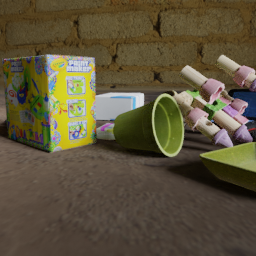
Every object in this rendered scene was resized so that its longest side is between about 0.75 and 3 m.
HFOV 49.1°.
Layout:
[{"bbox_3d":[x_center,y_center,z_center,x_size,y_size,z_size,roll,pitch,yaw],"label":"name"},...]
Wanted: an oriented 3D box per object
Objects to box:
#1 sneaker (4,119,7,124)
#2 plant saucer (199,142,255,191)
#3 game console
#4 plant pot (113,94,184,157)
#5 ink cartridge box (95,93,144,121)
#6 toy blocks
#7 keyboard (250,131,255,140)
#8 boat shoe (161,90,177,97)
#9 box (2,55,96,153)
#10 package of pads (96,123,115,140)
[{"bbox_3d":[-5.001,-0.261,11.948,0.437,0.372,0.998,-19,8,-31],"label":"sneaker"},{"bbox_3d":[2.785,0.814,5.428,2.040,0.488,2.037,-7,12,-35],"label":"plant saucer"},{"bbox_3d":[4.354,-0.799,11.218,2.062,1.420,2.393,-9,11,-29],"label":"game console"},{"bbox_3d":[0.464,0.003,7.662,1.547,1.629,1.629,-7,4,36],"label":"plant pot"},{"bbox_3d":[-0.419,-1.134,14.186,2.009,1.177,2.781,3,12,14],"label":"ink cartridge box"},{"bbox_3d":[2.749,-0.287,8.538,2.726,2.917,2.455,-25,58,-41],"label":"toy blocks"},{"bbox_3d":[4.465,0.343,8.834,1.363,0.221,2.144,5,11,26],"label":"keyboard"},{"bbox_3d":[2.037,-1.375,14.941,0.730,0.814,2.198,0,-16,-28],"label":"boat shoe"},{"bbox_3d":[-2.469,-0.855,8.687,2.694,2.595,1.643,11,15,43],"label":"box"},{"bbox_3d":[-0.348,0.129,9.432,1.203,0.410,0.930,4,13,18],"label":"package of pads"}]
